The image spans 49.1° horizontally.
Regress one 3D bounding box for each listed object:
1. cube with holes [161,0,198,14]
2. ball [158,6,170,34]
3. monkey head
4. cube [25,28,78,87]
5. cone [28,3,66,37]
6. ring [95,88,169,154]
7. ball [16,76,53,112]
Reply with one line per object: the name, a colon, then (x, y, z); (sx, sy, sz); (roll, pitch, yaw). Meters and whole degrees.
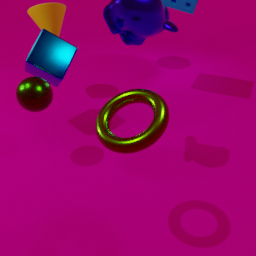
cube with holes: (1.632, -4.560, 8.421); (1.361, 1.361, 1.361); (19, 54, 6)
ball: (0.978, -4.395, 11.121); (1.338, 1.338, 1.338); (0, 38, 0)
monkey head: (0.147, -2.315, 5.452); (1.738, 1.048, 1.251); (30, 39, -35)
cube: (-2.093, -1.848, 7.573); (1.003, 1.003, 1.003); (27, 77, -18)
cone: (-2.375, -3.075, 8.686); (1.166, 1.170, 1.166); (-11, 8, 2)
ring: (0.050, -0.133, 4.290); (1.177, 0.235, 1.177); (-11, 52, 15)
ball: (-2.135, -0.770, 6.419); (0.817, 0.817, 0.817); (0, 38, 0)
